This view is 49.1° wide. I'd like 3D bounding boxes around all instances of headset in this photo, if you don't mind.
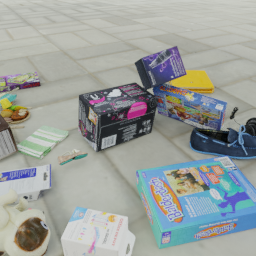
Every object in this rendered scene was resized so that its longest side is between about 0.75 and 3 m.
[{"bbox_3d":[4.650,-0.069,10.404,1.811,0.851,1.118,32,43,23],"label":"headset"}]

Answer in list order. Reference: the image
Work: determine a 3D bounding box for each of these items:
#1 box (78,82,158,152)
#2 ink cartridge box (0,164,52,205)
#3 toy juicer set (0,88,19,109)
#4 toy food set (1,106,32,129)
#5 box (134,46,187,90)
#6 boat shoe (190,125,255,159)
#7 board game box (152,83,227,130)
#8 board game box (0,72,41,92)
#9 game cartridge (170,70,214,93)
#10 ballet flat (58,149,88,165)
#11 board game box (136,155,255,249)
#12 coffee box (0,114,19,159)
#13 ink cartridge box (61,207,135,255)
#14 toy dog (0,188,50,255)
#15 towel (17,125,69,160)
[{"bbox_3d":[-0.394,-0.456,10.087,2.494,1.648,1.431,-18,44,-32],"label":"box"},{"bbox_3d":[-3.307,1.688,8.127,2.200,0.431,1.094,-8,34,-9],"label":"ink cartridge box"},{"bbox_3d":[-5.562,-1.152,12.486,1.212,0.519,1.906,-21,26,4],"label":"toy juicer set"},{"bbox_3d":[-4.676,-0.561,11.601,1.205,0.350,1.745,-3,34,-5],"label":"toy food set"},{"bbox_3d":[1.111,-2.035,9.610,1.436,1.062,0.749,-24,7,-16],"label":"box"},{"bbox_3d":[3.405,0.450,9.403,2.582,0.886,1.087,0,31,9],"label":"boat shoe"},{"bbox_3d":[2.270,-0.725,10.456,2.617,1.771,0.451,22,70,22],"label":"board game box"},{"bbox_3d":[-5.810,-2.358,14.372,2.398,0.387,1.439,-12,39,-18],"label":"board game box"},{"bbox_3d":[3.179,-2.438,14.497,2.054,0.378,2.330,1,31,2],"label":"game cartridge"},{"bbox_3d":[-1.742,0.858,8.790,1.003,0.341,0.337,-16,70,-36],"label":"ballet flat"},{"bbox_3d":[1.899,1.857,7.631,2.950,0.664,2.243,-7,34,-10],"label":"board game box"},{"bbox_3d":[-5.228,0.578,9.038,2.741,1.094,1.549,-28,42,-29],"label":"coffee box"},{"bbox_3d":[-0.613,2.546,6.360,1.459,0.913,0.938,7,34,11],"label":"ink cartridge box"},{"bbox_3d":[-2.827,2.351,6.229,2.131,1.487,2.066,0,46,-1],"label":"toy dog"},{"bbox_3d":[-3.133,0.460,10.196,1.290,0.198,1.692,13,36,21],"label":"towel"}]
